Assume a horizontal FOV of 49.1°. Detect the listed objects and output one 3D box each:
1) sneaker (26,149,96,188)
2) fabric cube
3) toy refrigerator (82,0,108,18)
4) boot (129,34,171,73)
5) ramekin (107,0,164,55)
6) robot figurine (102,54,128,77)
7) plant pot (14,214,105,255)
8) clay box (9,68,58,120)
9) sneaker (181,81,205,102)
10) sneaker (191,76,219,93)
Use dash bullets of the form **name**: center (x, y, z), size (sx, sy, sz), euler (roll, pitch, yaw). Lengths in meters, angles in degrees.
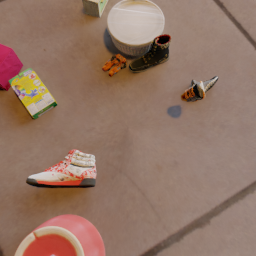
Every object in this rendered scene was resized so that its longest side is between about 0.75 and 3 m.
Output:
- **sneaker**: center (-2.459, 1.529, 10.556), size (2.534, 0.846, 1.358), euler (1, 69, -3)
- **fabric cube**: center (-5.525, -2.636, 11.751), size (1.380, 1.406, 1.402), euler (22, 74, 7)
- **toy refrigerator**: center (-1.248, -6.684, 13.420), size (0.904, 0.981, 2.584), euler (19, 71, 6)
- **boot**: center (0.934, -3.173, 11.893), size (1.945, 1.469, 0.702), euler (-22, 72, -8)
- **ramekin**: center (0.333, -4.412, 12.495), size (2.526, 1.176, 2.526), euler (0, 71, 0)
- **robot figurine**: center (-0.555, -2.811, 12.371), size (0.827, 0.332, 1.140), euler (41, 75, 11)
- **plant pot**: center (-2.146, 4.115, 8.742), size (2.831, 2.505, 2.831), euler (0, 70, -1)
- **clay box**: center (-4.017, -1.481, 11.810), size (1.158, 0.480, 2.016), euler (-35, 74, -12)
- **sneaker**: center (2.318, -1.219, 9.982), size (0.589, 1.524, 0.597), euler (-7, 80, -4)
- **sneaker**: center (3.161, -1.918, 11.961), size (1.408, 0.528, 0.813), euler (-43, 73, -13)
